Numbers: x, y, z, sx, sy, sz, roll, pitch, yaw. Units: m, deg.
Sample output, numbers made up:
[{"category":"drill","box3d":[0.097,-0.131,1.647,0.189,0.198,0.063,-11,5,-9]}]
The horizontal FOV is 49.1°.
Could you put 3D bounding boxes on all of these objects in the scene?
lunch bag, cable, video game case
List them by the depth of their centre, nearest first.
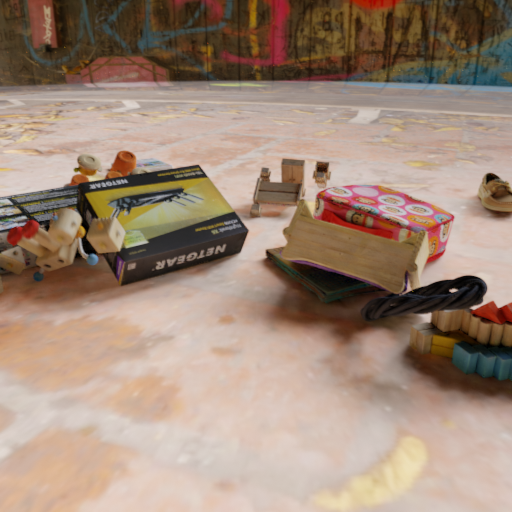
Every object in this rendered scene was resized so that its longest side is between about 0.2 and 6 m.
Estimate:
[{"category":"cable","box3d":[2.444,0.618,8.216,1.534,0.478,1.881,-4,-7,-36]},{"category":"lunch bag","box3d":[2.415,-0.648,11.139,2.538,1.040,2.235,26,28,34]},{"category":"video game case","box3d":[-3.716,-2.899,18.183,1.561,0.185,1.421,-14,26,-32]}]

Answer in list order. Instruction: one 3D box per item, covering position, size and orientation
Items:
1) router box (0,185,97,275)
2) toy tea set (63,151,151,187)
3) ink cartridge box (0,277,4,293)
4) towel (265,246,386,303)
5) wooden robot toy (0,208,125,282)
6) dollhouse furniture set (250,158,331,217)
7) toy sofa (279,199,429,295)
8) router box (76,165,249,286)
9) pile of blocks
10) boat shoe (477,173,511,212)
[{"category":"router box","box3d":[-4.257,-0.720,11.898,3.443,0.879,2.568,-15,27,-32]},{"category":"toy tea set","box3d":[-4.242,-2.141,15.826,2.582,0.956,1.535,-13,55,-36]},{"category":"ink cartridge box","box3d":[-4.929,0.594,9.144,0.929,0.536,1.280,3,22,7]},{"category":"towel","box3d":[1.417,0.208,10.520,1.764,0.261,2.405,-9,22,-22]},{"category":"wooden robot toy","box3d":[-3.418,-0.480,9.742,2.620,1.154,1.189,-15,47,28]},{"category":"dollhouse furniture set","box3d":[0.926,-1.430,14.429,1.824,1.044,2.139,5,47,9]},{"category":"toy sofa","box3d":[1.695,-0.030,9.816,2.430,1.186,1.006,17,-16,24]},{"category":"router box","box3d":[-1.823,-0.708,10.945,2.692,0.703,2.117,-17,56,-34]},{"category":"pile of blocks","box3d":[3.490,1.122,7.434,2.782,0.864,1.142,6,23,16]},{"category":"boat shoe","box3d":[6.208,-1.656,14.474,0.753,0.676,2.035,1,22,2]}]
